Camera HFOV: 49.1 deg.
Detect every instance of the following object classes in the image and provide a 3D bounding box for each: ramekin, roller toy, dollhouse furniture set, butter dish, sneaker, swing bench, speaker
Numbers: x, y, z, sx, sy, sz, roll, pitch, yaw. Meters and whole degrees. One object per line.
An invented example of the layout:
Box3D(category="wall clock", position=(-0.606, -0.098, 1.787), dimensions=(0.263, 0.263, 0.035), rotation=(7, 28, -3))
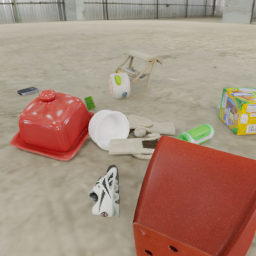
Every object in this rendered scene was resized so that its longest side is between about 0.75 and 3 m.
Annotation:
Box3D(category="ramekin", position=(-0.715, 0.028, 10.023), dimensions=(1.420, 1.420, 0.692), rotation=(-18, 25, -31))
Box3D(category="roller toy", position=(-0.393, -2.179, 14.381), dimensions=(0.983, 1.283, 1.407), rotation=(-7, 25, -11))
Box3D(category="dollhouse furniture set", position=(-2.183, -1.068, 13.372), dimensions=(1.179, 0.592, 0.772), rotation=(-20, 8, -1))
Box3D(category="butter dish", position=(-2.664, -0.475, 9.929), dimensions=(2.609, 1.934, 2.617), rotation=(13, 43, 17))
Box3D(category="sneaker", position=(-0.652, 1.616, 7.621), dimensions=(0.832, 0.697, 1.880), rotation=(1, 27, -3))
Box3D(category="swing bench", position=(0.520, -3.350, 15.553), dimensions=(1.978, 1.989, 1.290), rotation=(31, 2, 43))
Box3D(category="speaker", position=(2.529, 0.289, 10.319), dimensions=(1.440, 0.637, 0.637), rotation=(-19, 33, -33))

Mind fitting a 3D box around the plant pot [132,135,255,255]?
Box3D(category="plant pot", position=(1.284, 1.876, 5.630), dimensions=(2.331, 2.328, 2.054), rotation=(16, 40, 27))

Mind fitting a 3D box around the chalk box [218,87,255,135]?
Box3D(category="chalk box", position=(4.752, -0.852, 11.650), dimensions=(1.428, 1.421, 2.296), rotation=(-3, 28, -6))

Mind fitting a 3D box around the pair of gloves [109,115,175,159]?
Box3D(category="pair of gloves", position=(0.603, 0.225, 10.447), dimensions=(2.373, 0.489, 2.791), rotation=(7, 27, 6))

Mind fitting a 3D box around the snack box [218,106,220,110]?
Box3D(category="snack box", position=(5.056, -0.972, 13.239), dimensions=(1.577, 0.192, 0.567), rotation=(-11, 29, -21))

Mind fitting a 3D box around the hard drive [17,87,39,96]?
Box3D(category="hard drive", position=(-5.426, -1.992, 15.214), dimensions=(0.676, 0.212, 1.002), rotation=(23, 35, 37))
